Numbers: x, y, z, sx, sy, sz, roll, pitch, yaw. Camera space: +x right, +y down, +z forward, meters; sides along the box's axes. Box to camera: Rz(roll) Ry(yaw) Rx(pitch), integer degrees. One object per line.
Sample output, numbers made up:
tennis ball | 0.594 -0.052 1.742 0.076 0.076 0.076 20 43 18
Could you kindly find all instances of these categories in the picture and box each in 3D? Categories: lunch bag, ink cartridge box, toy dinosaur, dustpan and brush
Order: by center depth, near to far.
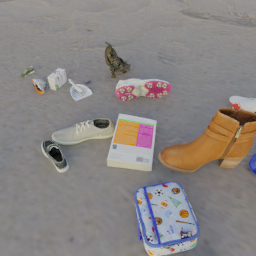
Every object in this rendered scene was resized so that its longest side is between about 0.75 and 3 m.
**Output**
lunch bag | 0.979 2.479 7.738 1.601 0.755 1.997 -8 41 -6
dustpan and brush | -2.382 -1.843 12.957 0.933 0.383 1.337 -28 48 -28
ink cartridge box | -3.347 -2.319 13.287 0.386 0.666 0.920 15 43 17
toy dinosaur | -0.731 -3.299 13.603 1.001 2.601 1.330 -32 53 17

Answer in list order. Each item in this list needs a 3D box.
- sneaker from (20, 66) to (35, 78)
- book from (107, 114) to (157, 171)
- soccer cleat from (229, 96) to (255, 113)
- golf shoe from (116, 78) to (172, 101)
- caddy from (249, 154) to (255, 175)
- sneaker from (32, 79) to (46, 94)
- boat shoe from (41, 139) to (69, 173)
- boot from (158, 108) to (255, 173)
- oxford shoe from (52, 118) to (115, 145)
sneaker | -5.119 -2.879 14.164 0.270 0.361 0.804 28 48 28
book | 0.214 0.483 10.208 1.533 0.552 2.295 7 43 6
soccer cleat | 5.398 -0.868 11.268 0.910 1.130 2.653 -32 51 -32
golf shoe | 0.673 -1.906 12.651 2.523 0.950 1.155 -3 38 -6
caddy | 4.473 1.200 9.398 0.664 0.493 0.939 43 55 12
sneaker | -4.063 -2.009 13.129 0.547 0.450 1.189 -18 45 -26
boat shoe | -2.537 0.818 9.741 0.599 0.589 1.661 -27 48 -28
boot | 2.520 0.331 8.873 2.925 2.263 1.078 -2 47 -7
oxford shoe | -1.663 0.065 10.543 2.406 0.695 0.905 -9 44 -8
